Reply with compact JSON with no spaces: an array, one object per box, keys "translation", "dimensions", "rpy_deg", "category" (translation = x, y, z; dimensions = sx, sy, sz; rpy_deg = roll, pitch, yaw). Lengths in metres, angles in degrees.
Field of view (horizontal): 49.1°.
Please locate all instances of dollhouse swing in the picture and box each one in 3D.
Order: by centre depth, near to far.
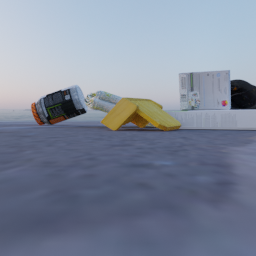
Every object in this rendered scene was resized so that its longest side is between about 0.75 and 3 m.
[{"translation":[0.374,-0.081,6.977],"dimensions":[1.259,1.218,1.385],"rpy_deg":[-46,-19,25],"category":"dollhouse swing"}]

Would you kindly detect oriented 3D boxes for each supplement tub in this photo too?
[{"translation":[-2.976,-0.948,12.204],"dimensions":[2.177,1.334,1.334],"rpy_deg":[-18,1,2],"category":"supplement tub"}]

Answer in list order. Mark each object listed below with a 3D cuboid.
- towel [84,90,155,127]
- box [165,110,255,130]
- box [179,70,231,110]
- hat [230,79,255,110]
[{"translation":[-0.110,-0.587,9.588],"dimensions":[2.669,0.643,2.284],"rpy_deg":[17,0,-16],"category":"towel"},{"translation":[2.731,-0.240,7.943],"dimensions":[2.997,0.545,2.163],"rpy_deg":[2,3,25],"category":"box"},{"translation":[2.354,-1.155,8.647],"dimensions":[1.512,1.179,0.311],"rpy_deg":[2,16,30],"category":"box"},{"translation":[3.860,-0.814,10.218],"dimensions":[2.592,1.046,2.592],"rpy_deg":[-2,35,2],"category":"hat"}]
